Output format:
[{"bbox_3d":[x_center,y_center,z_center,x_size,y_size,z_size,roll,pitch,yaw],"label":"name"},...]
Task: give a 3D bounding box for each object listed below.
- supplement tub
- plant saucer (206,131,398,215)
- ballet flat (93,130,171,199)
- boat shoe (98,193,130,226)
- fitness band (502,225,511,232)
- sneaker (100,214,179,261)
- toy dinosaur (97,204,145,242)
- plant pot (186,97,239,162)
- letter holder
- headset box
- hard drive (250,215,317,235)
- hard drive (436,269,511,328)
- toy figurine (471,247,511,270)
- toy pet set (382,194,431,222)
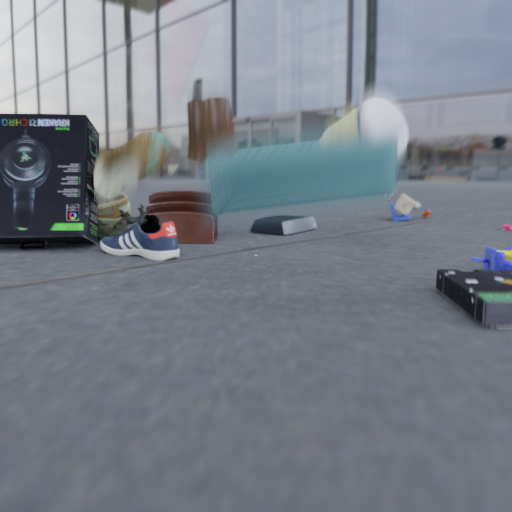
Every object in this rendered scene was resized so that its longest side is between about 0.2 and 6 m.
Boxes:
[{"bbox_3d":[2.234,-2.472,12.169,1.299,1.299,1.792,-7,-12,-36],"label":"supplement tub"},{"bbox_3d":[0.597,-0.970,6.771,2.334,0.816,0.221,-7,26,-4],"label":"plant saucer"},{"bbox_3d":[-2.483,-1.535,10.380,2.555,0.924,0.866,-11,-45,48],"label":"ballet flat"},{"bbox_3d":[-4.697,-1.416,14.646,2.725,0.976,1.038,-3,-34,-12],"label":"boat shoe"},{"bbox_3d":[6.412,-0.678,13.933,0.456,0.119,0.635,-1,11,-9],"label":"fitness band"},{"bbox_3d":[-2.147,-0.392,10.308,1.830,0.773,0.686,5,11,31],"label":"sneaker"},{"bbox_3d":[-2.825,-0.617,11.925,2.204,0.523,0.971,6,50,25],"label":"toy dinosaur"},{"bbox_3d":[-1.024,-2.878,12.591,1.251,1.239,1.251,-5,23,2],"label":"plant pot"},{"bbox_3d":[-1.620,-0.844,12.029,1.522,1.082,0.765,1,10,2],"label":"letter holder"},{"bbox_3d":[-4.377,-1.378,11.123,2.257,2.593,1.203,1,-6,-3],"label":"headset box"},{"bbox_3d":[0.697,-0.771,13.778,1.096,0.344,1.624,7,12,34],"label":"hard drive"},{"bbox_3d":[2.949,0.470,6.586,1.203,0.326,1.722,0,9,1],"label":"hard drive"},{"bbox_3d":[3.693,-0.102,8.084,1.204,1.060,2.009,-4,8,9],"label":"toy figurine"},{"bbox_3d":[4.367,-1.347,16.555,1.441,0.765,1.346,35,16,5],"label":"toy pet set"}]
